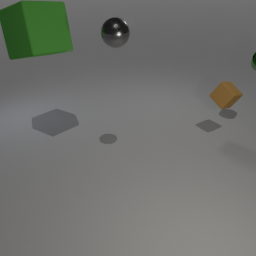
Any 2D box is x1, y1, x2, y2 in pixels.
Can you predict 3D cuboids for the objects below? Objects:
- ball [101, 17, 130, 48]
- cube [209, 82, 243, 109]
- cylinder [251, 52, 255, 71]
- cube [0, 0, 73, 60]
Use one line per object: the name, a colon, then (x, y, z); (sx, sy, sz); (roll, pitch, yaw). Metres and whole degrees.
ball: (-0.304, -2.293, 6.752); (0.700, 0.700, 0.700); (0, 29, 0)
cube: (3.510, -1.178, 10.036); (0.700, 0.700, 0.700); (-10, 56, -44)
cylinder: (4.799, -2.416, 10.015); (0.700, 0.700, 0.700); (11, 3, 19)
cube: (-2.687, -2.842, 8.230); (1.400, 1.400, 1.400); (6, 21, 41)
